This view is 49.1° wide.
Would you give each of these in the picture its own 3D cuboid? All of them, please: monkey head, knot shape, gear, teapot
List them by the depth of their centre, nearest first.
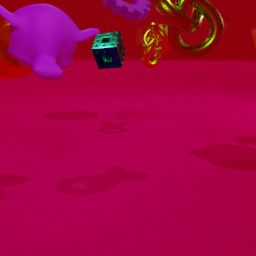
[{"bbox_3d":[-1.238,-1.320,4.267,1.668,1.005,1.200,5,28,-28],"label":"monkey head"},{"bbox_3d":[1.075,-1.998,4.594,1.440,1.347,0.665,38,-12,-35],"label":"knot shape"},{"bbox_3d":[-2.297,-1.414,5.295,0.869,1.775,1.104,1,-26,44],"label":"teapot"},{"bbox_3d":[0.782,-2.390,8.170,0.651,1.318,1.409,11,23,-8],"label":"knot shape"},{"bbox_3d":[-0.085,-4.380,9.564,1.766,0.327,1.766,14,51,-19],"label":"gear"}]

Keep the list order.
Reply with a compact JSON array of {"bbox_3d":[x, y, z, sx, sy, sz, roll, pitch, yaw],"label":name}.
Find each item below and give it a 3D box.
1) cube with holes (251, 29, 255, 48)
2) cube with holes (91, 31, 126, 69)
[{"bbox_3d":[3.431,-1.633,5.787,1.087,1.087,1.087,-29,46,15],"label":"cube with holes"},{"bbox_3d":[-0.641,-2.660,9.619,0.862,0.862,0.862,-1,51,15],"label":"cube with holes"}]
